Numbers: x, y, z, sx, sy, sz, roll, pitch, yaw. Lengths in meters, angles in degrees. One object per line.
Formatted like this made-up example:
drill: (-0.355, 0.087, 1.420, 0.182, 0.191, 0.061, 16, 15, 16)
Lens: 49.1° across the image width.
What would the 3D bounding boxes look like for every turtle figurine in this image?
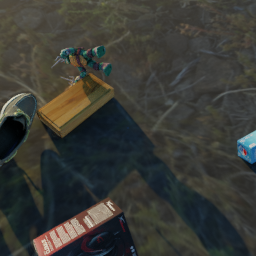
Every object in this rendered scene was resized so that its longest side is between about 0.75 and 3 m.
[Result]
turtle figurine: (-1.369, -1.865, 7.868, 1.754, 1.313, 0.883, 4, 65, 28)

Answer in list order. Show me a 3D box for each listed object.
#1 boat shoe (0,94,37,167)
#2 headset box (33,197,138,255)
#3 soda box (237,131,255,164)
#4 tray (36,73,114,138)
boat shoe: (-2.712, -0.018, 6.683, 0.685, 0.819, 2.292, -15, 40, 34)
headset box: (-0.766, 2.262, 5.000, 1.706, 1.268, 0.640, -25, 23, -22)
soda box: (3.409, 0.295, 6.890, 1.432, 0.486, 0.459, -25, 31, -14)
tray: (-1.417, -0.686, 7.769, 0.976, 0.366, 1.978, 36, 61, 23)
